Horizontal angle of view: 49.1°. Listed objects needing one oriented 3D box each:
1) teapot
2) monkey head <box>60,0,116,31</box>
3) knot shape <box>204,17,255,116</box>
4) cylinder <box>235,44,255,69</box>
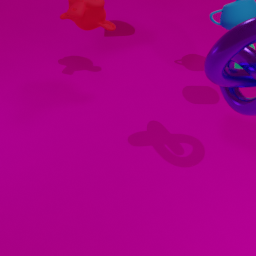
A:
[{"bbox_3d":[3.189,-3.294,7.886,1.730,0.847,1.076,-11,25,13],"label":"teapot"},{"bbox_3d":[-1.201,-3.085,7.650,1.705,1.027,1.227,16,54,9],"label":"monkey head"},{"bbox_3d":[1.932,-0.861,4.141,1.985,1.858,0.917,21,82,48],"label":"knot shape"},{"bbox_3d":[2.866,-1.688,7.285,0.831,0.831,0.831,-12,39,34],"label":"cylinder"}]
